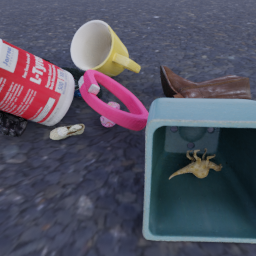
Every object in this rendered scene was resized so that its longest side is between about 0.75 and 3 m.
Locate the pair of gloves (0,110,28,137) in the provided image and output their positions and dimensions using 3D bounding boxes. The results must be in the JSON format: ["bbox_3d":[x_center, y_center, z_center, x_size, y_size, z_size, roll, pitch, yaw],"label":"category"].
[{"bbox_3d":[-3.706,-0.592,7.032,2.480,0.307,2.209,32,9,-24],"label":"pair of gloves"}]

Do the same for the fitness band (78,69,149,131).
[{"bbox_3d":[-0.354,-0.783,7.253,1.802,0.470,2.509,24,19,-25],"label":"fitness band"}]

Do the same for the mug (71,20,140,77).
[{"bbox_3d":[-0.765,-2.514,10.153,1.790,1.746,2.180,14,46,-63],"label":"mug"}]

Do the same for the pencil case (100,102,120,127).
[{"bbox_3d":[-0.491,-0.398,7.853,0.461,0.461,1.055,2,24,4],"label":"pencil case"}]

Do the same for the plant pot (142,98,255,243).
[{"bbox_3d":[1.387,0.445,5.196,2.195,2.201,2.242,1,25,2],"label":"plant pot"}]

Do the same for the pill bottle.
[{"bbox_3d":[-2.925,-1.207,6.942,2.869,1.610,1.610,22,16,-38],"label":"pill bottle"}]

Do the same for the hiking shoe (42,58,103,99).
[{"bbox_3d":[-2.103,-1.363,9.043,2.595,1.125,0.965,21,32,-6],"label":"hiking shoe"}]

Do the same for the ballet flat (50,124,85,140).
[{"bbox_3d":[-1.553,0.053,7.215,0.971,0.303,0.327,-16,70,-40],"label":"ballet flat"}]

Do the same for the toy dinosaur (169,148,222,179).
[{"bbox_3d":[1.408,0.745,5.760,1.173,0.593,0.341,-8,-4,-5],"label":"toy dinosaur"}]

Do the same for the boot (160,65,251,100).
[{"bbox_3d":[2.422,-1.449,8.943,2.441,0.784,2.275,-15,53,-6],"label":"boot"}]
